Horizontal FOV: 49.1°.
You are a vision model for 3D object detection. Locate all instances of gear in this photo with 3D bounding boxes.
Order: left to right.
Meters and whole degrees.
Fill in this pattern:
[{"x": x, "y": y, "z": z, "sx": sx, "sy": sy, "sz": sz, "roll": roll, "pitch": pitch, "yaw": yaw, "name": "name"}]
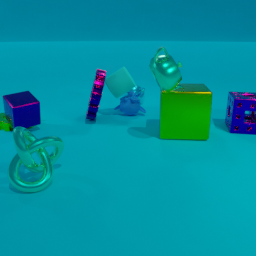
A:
[{"x": -3.720, "y": -0.266, "z": 9.305, "sx": 1.483, "sy": 0.274, "sz": 1.483, "roll": 0, "pitch": 19, "yaw": 0, "name": "gear"}, {"x": -1.103, "y": -1.132, "z": 9.563, "sx": 0.314, "sy": 1.697, "sz": 1.697, "roll": 13, "pitch": 17, "yaw": -10, "name": "gear"}]

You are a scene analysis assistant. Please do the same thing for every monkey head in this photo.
[{"x": 0.094, "y": -0.906, "z": 10.312, "sx": 1.205, "sy": 0.726, "sz": 0.867, "roll": 6, "pitch": 36, "yaw": 7, "name": "monkey head"}]

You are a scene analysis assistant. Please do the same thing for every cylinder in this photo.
[{"x": -0.267, "y": -1.602, "z": 9.898, "sx": 0.825, "sy": 0.825, "sz": 0.825, "roll": -31, "pitch": 16, "yaw": 10, "name": "cylinder"}]

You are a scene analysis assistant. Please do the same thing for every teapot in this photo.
[{"x": 0.248, "y": -1.341, "z": 11.087, "sx": 0.945, "sy": 0.745, "sz": 1.521, "roll": 36, "pitch": -17, "yaw": -19, "name": "teapot"}, {"x": 1.029, "y": -1.408, "z": 7.128, "sx": 0.757, "sy": 1.546, "sz": 0.962, "roll": -28, "pitch": 45, "yaw": 6, "name": "teapot"}]

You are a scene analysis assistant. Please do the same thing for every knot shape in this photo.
[{"x": -1.796, "y": 0.564, "z": 5.656, "sx": 0.599, "sy": 1.296, "sz": 1.213, "roll": -7, "pitch": 3, "yaw": 33, "name": "knot shape"}]

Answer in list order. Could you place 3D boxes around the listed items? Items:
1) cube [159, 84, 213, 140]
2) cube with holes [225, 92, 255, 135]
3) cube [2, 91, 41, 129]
[{"x": 1.647, "y": -0.531, "z": 8.331, "sx": 1.380, "sy": 1.380, "sz": 1.380, "roll": 1, "pitch": 18, "yaw": 6, "name": "cube"}, {"x": 3.704, "y": -0.484, "z": 8.714, "sx": 1.071, "sy": 1.071, "sz": 1.071, "roll": 3, "pitch": 19, "yaw": 10, "name": "cube with holes"}, {"x": -3.199, "y": -0.538, "z": 8.466, "sx": 0.816, "sy": 0.816, "sz": 0.816, "roll": -19, "pitch": 43, "yaw": -36, "name": "cube"}]
